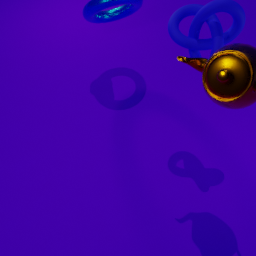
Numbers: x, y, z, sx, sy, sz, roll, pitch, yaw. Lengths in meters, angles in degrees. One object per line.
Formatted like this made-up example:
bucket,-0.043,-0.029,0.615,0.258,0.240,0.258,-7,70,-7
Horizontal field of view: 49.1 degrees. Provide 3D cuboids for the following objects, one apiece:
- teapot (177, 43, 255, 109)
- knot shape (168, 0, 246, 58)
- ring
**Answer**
teapot,1.748,-0.920,4.888,1.872,1.164,0.917,31,25,30
knot shape,1.680,-1.953,6.108,1.577,1.475,0.729,6,22,29
ring,-0.455,-3.614,8.419,1.866,1.866,0.373,-16,96,-10
